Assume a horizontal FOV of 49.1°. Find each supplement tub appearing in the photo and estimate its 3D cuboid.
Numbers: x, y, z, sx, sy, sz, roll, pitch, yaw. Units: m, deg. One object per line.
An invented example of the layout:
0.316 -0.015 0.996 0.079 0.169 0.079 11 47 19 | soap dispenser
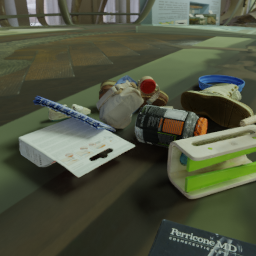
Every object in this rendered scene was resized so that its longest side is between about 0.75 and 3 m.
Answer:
1.238 0.018 8.033 1.864 1.142 1.142 12 28 23 | supplement tub

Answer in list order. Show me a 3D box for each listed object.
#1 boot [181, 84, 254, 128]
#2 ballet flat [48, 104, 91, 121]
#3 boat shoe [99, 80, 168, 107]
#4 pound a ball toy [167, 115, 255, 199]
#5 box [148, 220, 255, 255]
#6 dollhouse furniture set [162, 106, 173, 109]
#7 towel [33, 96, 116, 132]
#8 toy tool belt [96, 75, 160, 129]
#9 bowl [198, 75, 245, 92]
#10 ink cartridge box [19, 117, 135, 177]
3.654 -0.948 10.309 2.158 1.005 2.790 -18 30 -36 | boot
-2.083 -0.612 10.141 1.586 0.495 0.535 -13 28 -26 | ballet flat
0.187 -1.100 10.888 2.716 0.978 0.917 9 59 2 | boat shoe
2.357 0.316 6.600 2.782 1.814 1.182 -11 27 -21 | pound a ball toy
1.243 2.491 2.323 2.847 1.482 2.593 10 26 19 | box
1.073 -0.433 9.430 0.764 0.768 1.090 0 26 0 | dollhouse furniture set
-1.588 -0.366 8.557 2.239 0.267 1.621 23 1 14 | towel
-0.089 -1.109 9.282 1.356 2.171 1.334 35 23 -32 | toy tool belt
4.432 -2.082 13.382 2.099 0.412 2.099 0 25 0 | bowl
-1.393 0.569 7.623 2.527 0.597 2.022 24 34 35 | ink cartridge box
